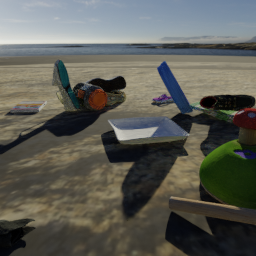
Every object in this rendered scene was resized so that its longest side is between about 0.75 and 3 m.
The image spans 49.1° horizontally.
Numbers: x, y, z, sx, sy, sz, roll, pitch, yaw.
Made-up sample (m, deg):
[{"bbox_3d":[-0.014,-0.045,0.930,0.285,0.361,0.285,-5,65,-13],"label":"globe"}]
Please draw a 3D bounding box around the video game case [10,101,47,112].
[{"bbox_3d":[-3.950,-0.872,11.259,1.068,0.130,1.493,-1,17,-4],"label":"video game case"}]

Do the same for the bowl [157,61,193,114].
[{"bbox_3d":[1.698,-1.432,10.217,0.412,2.097,2.097,-29,12,14],"label":"bowl"}]

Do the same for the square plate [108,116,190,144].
[{"bbox_3d":[0.504,0.061,8.135,1.945,0.279,1.964,-3,18,-12],"label":"square plate"}]

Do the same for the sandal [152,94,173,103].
[{"bbox_3d":[1.673,-1.382,12.480,1.415,0.348,0.576,-9,20,-26],"label":"sandal"}]

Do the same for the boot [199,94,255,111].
[{"bbox_3d":[3.250,-0.822,9.215,1.592,0.575,1.203,3,7,34],"label":"boot"}]

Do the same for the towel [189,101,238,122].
[{"bbox_3d":[3.270,-0.650,10.223,1.825,0.213,1.392,21,27,38],"label":"towel"}]

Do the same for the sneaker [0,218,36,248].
[{"bbox_3d":[-1.748,1.469,3.772,0.478,0.275,0.917,5,15,30],"label":"sneaker"}]

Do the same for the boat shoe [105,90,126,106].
[{"bbox_3d":[-0.624,-1.416,12.182,0.687,0.593,1.884,10,20,28],"label":"boat shoe"}]

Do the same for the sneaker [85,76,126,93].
[{"bbox_3d":[-1.307,-1.796,13.181,1.168,1.004,2.759,-11,6,40],"label":"sneaker"}]

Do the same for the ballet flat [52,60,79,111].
[{"bbox_3d":[-2.428,-1.464,10.320,0.723,2.015,0.723,-13,27,7],"label":"ballet flat"}]

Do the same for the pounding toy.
[{"bbox_3d":[2.343,0.521,4.887,2.315,1.392,3.000,12,21,34],"label":"pounding toy"}]

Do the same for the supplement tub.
[{"bbox_3d":[-1.521,-1.261,11.147,0.951,0.951,1.553,-12,23,-33],"label":"supplement tub"}]
